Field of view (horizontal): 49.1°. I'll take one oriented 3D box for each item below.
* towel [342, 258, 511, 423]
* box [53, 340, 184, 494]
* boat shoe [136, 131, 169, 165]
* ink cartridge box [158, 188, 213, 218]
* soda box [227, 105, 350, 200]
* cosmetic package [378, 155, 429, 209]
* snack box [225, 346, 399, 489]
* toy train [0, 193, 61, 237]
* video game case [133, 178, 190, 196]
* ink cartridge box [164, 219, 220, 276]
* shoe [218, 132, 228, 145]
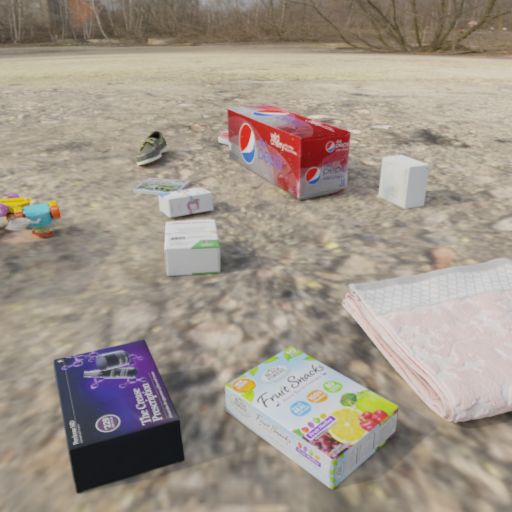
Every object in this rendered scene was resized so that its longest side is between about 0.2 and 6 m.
[{"bbox_3d":[2.995,0.911,7.275,2.960,0.477,2.827,-8,26,-14],"label":"towel"},{"bbox_3d":[-1.456,1.561,5.757,1.041,0.582,1.475,-13,28,-20],"label":"box"},{"bbox_3d":[-2.914,-2.973,15.407,0.683,0.571,1.912,-11,23,11],"label":"boat shoe"},{"bbox_3d":[-1.463,-1.125,11.679,0.971,0.411,0.702,-11,20,-25],"label":"ink cartridge box"},{"bbox_3d":[0.651,-2.743,13.986,1.327,1.465,4.185,-11,27,-23],"label":"soda box"},{"bbox_3d":[3.196,-1.619,12.185,0.573,0.929,0.931,-11,27,-25],"label":"cosmetic package"},{"bbox_3d":[0.551,1.600,5.853,1.065,0.397,1.497,-22,32,-39],"label":"snack box"},{"bbox_3d":[-4.713,-0.600,10.450,2.242,0.624,1.684,9,27,25],"label":"toy train"},{"bbox_3d":[-2.202,-1.616,13.166,1.056,0.116,0.963,6,25,11],"label":"video game case"},{"bbox_3d":[-1.091,-0.162,9.530,0.885,0.513,1.223,-3,25,-7],"label":"ink cartridge box"},{"bbox_3d":[-0.206,-3.854,17.094,1.928,0.877,0.689,3,25,7],"label":"shoe"}]
